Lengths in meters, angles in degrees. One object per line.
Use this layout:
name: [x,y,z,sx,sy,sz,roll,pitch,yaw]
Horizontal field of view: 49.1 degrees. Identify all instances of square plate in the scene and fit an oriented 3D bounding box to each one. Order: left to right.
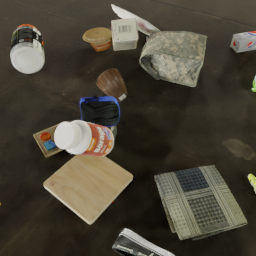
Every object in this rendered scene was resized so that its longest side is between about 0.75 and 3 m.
square plate: [0.742,-5.713,15.625,2.848,0.409,2.875,38,16,30]

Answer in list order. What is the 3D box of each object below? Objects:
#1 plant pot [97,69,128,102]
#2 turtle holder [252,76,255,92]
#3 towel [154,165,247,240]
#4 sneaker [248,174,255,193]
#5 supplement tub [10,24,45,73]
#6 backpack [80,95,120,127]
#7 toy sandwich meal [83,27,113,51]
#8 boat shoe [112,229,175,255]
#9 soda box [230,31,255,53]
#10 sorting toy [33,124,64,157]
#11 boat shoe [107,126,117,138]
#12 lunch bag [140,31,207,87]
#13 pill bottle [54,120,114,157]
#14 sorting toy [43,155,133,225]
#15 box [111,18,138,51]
plant pot: [-0.583,-1.794,12.497,1.167,1.167,1.248,-26,65,-23]
turtle holder: [6.289,-2.121,12.663,1.619,1.150,1.230,-31,54,-26]
towel: [2.256,2.343,9.057,2.298,0.412,2.387,-8,45,-11]
sneaker: [4.344,1.863,9.488,0.293,0.297,0.777,-9,47,-7]
supplement tub: [-5.089,-4.096,14.218,1.591,1.591,2.598,-10,48,-9]
backpack: [-1.103,-0.745,11.312,1.520,1.235,1.276,-5,27,-3]
toy sandwich meal: [-1.641,-5.041,15.831,1.898,0.650,1.898,-3,43,3]
boat shoe: [0.572,3.564,7.512,2.195,0.810,0.750,26,48,23]
soda box: [6.919,-4.833,15.484,2.278,0.778,0.723,-12,48,-10]
sorting toy: [-2.609,0.278,11.012,1.873,0.251,1.395,-26,52,-22]
boat shoe: [-0.823,0.366,10.755,0.437,0.503,1.364,2,36,19]
lunch bag: [2.129,-3.520,13.596,2.957,1.739,2.425,14,48,7]
pill bottle: [-1.157,0.288,7.517,0.899,1.602,0.899,-5,79,30]
sorting toy: [-1.256,1.882,9.175,2.060,0.717,2.047,30,53,25]
box: [-0.187,-4.801,14.506,1.259,1.073,1.969,-7,4,-2]
